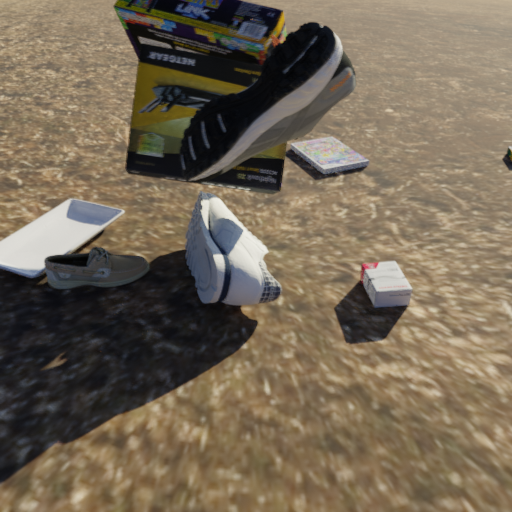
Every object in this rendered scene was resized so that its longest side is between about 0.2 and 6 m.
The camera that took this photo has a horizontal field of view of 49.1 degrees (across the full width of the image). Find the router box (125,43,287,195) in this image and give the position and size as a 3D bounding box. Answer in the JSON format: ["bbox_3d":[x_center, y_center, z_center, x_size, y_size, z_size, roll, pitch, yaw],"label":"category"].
[{"bbox_3d":[-0.841,-2.451,10.342,2.863,2.251,0.748,6,1,-10],"label":"router box"}]

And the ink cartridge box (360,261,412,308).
[{"bbox_3d":[2.326,0.512,10.094,0.662,0.380,0.912,-4,33,-6],"label":"ink cartridge box"}]

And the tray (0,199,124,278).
[{"bbox_3d":[-4.120,-0.356,11.520,1.519,0.314,2.829,14,35,20],"label":"tray"}]

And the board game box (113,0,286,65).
[{"bbox_3d":[-0.951,-4.223,12.029,3.430,2.835,0.973,21,73,17],"label":"board game box"}]

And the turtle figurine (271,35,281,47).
[{"bbox_3d":[1.053,-3.231,9.588,1.667,0.537,1.345,18,32,-52],"label":"turtle figurine"}]

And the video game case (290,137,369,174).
[{"bbox_3d":[1.996,-2.803,15.470,1.397,0.176,1.951,-13,35,-20],"label":"video game case"}]

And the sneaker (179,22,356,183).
[{"bbox_3d":[0.118,-2.057,8.713,3.285,1.302,1.214,-30,57,26],"label":"sneaker"}]

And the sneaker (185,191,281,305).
[{"bbox_3d":[-0.545,-0.145,10.623,1.320,1.252,3.279,5,34,-18],"label":"sneaker"}]

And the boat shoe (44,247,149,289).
[{"bbox_3d":[-2.948,0.176,10.406,1.873,0.608,0.676,-5,33,-8],"label":"boat shoe"}]

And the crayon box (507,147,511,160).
[{"bbox_3d":[7.248,-2.756,15.370,0.493,0.202,0.785,4,32,6],"label":"crayon box"}]
